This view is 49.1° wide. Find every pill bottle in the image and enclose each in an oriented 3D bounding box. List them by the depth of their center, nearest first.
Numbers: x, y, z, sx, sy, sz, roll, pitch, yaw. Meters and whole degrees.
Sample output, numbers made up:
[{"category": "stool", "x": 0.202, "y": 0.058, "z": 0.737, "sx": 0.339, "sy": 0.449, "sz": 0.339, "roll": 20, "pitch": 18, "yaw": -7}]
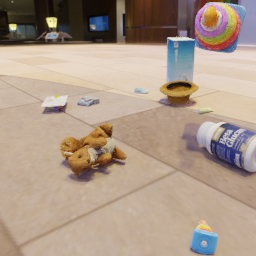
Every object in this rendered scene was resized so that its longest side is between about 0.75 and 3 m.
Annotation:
[{"category": "pill bottle", "x": 2.917, "y": 0.429, "z": 7.983, "sx": 1.034, "sy": 1.034, "sz": 1.861, "roll": -14, "pitch": 25, "yaw": -32}]

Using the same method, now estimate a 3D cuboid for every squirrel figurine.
[{"category": "squirrel figurine", "x": -1.140, "y": 0.702, "z": 7.619, "sx": 1.608, "sy": 1.138, "sz": 1.500, "roll": -1, "pitch": 27, "yaw": 39}]

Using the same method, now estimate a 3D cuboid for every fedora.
[{"category": "fedora", "x": 2.486, "y": -1.680, "z": 13.692, "sx": 2.013, "sy": 0.821, "sz": 2.013, "roll": -3, "pitch": 28, "yaw": 2}]

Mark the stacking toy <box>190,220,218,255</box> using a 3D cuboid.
[{"category": "stacking toy", "x": 1.387, "y": 1.920, "z": 5.169, "sx": 0.443, "sy": 0.419, "sz": 0.763, "roll": 11, "pitch": 12, "yaw": 10}]

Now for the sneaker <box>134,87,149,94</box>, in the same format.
[{"category": "sneaker", "x": 0.746, "y": -2.070, "z": 15.345, "sx": 0.833, "sy": 0.341, "sz": 0.308, "roll": 2, "pitch": 23, "yaw": 5}]

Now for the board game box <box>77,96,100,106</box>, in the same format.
[{"category": "board game box", "x": -1.843, "y": -1.282, "z": 13.428, "sx": 0.861, "sy": 0.266, "sz": 0.862, "roll": 8, "pitch": 23, "yaw": 21}]

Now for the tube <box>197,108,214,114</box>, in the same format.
[{"category": "tube", "x": 3.387, "y": -0.767, "z": 12.241, "sx": 0.850, "sy": 0.247, "sz": 0.221, "roll": -10, "pitch": -14, "yaw": -32}]

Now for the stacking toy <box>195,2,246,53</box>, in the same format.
[{"category": "stacking toy", "x": 2.445, "y": -2.991, "z": 7.995, "sx": 1.401, "sy": 1.481, "sz": 2.552, "roll": 16, "pitch": 18, "yaw": 21}]

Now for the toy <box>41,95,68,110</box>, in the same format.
[{"category": "toy", "x": -3.303, "y": -1.108, "z": 12.800, "sx": 0.991, "sy": 0.406, "sz": 1.722, "roll": -5, "pitch": 24, "yaw": -5}]

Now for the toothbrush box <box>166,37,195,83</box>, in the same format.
[{"category": "toothbrush box", "x": 2.826, "y": -3.444, "z": 15.406, "sx": 1.215, "sy": 2.850, "sz": 2.086, "roll": -1, "pitch": 21, "yaw": 0}]
